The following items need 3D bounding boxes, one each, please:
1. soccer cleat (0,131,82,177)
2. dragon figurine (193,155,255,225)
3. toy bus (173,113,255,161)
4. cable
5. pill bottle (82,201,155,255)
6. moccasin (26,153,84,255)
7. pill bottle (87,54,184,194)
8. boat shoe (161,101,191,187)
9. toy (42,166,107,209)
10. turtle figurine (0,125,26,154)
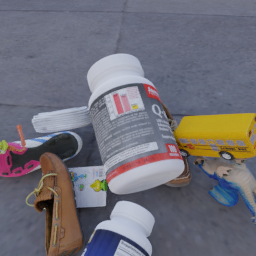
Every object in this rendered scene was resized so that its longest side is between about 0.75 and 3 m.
[{"bbox_3d":[-2.419,0.701,7.426,2.564,0.896,1.107,-12,-2,3],"label":"soccer cleat"},{"bbox_3d":[2.260,1.175,6.361,0.868,1.466,2.948,-36,22,-12],"label":"dragon figurine"},{"bbox_3d":[1.745,0.176,5.962,2.035,0.797,0.662,-1,48,48],"label":"toy bus"},{"bbox_3d":[-1.836,-0.220,7.818,1.631,0.565,1.631,-7,5,17],"label":"cable"},{"bbox_3d":[-0.247,2.302,4.769,1.097,1.097,1.975,15,49,18],"label":"pill bottle"},{"bbox_3d":[-1.600,1.511,5.841,0.881,0.835,2.282,3,54,-32],"label":"moccasin"},{"bbox_3d":[0.040,-0.124,6.372,1.672,1.672,2.887,-11,68,-14],"label":"pill bottle"},{"bbox_3d":[0.910,0.259,7.636,1.135,1.076,2.997,-11,41,-9],"label":"boat shoe"},{"bbox_3d":[-1.244,1.425,6.592,1.608,0.380,0.926,-7,65,14],"label":"toy"},{"bbox_3d":[-3.636,-0.001,5.656,2.698,0.869,2.176,35,19,18],"label":"turtle figurine"}]
